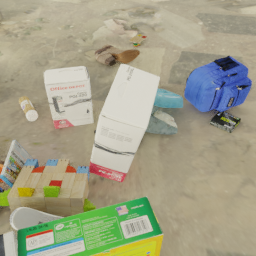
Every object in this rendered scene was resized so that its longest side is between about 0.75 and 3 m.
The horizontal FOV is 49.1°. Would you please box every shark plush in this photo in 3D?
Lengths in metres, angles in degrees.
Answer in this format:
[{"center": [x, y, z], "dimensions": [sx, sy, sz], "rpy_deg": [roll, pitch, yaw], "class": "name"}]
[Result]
[{"center": [0.256, -0.130, 9.345], "dimensions": [2.711, 1.232, 1.129], "rpy_deg": [-7, 73, -15], "class": "shark plush"}]

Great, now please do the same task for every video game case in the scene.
[{"center": [-3.088, 1.114, 7.894], "dimensions": [0.119, 0.956, 1.336], "rpy_deg": [-18, 41, 11], "class": "video game case"}]

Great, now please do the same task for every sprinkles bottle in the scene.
[{"center": [-3.678, -0.723, 10.314], "dimensions": [0.399, 0.399, 1.170], "rpy_deg": [-22, 46, -22], "class": "sprinkles bottle"}]

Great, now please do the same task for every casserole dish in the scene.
[{"center": [1.166, -1.095, 9.880], "dimensions": [1.270, 0.407, 2.097], "rpy_deg": [29, 20, 34], "class": "casserole dish"}]

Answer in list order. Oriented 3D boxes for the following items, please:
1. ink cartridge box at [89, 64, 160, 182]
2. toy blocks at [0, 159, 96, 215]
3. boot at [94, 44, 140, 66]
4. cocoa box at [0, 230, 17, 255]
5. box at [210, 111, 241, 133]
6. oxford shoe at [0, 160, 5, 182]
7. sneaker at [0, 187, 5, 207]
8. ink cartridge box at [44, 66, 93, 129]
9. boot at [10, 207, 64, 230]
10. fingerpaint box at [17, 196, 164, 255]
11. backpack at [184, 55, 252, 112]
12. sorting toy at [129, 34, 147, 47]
[{"center": [-0.153, -0.055, 7.590], "dimensions": [1.117, 2.650, 1.918], "rpy_deg": [18, 51, -1], "class": "ink cartridge box"}, {"center": [-1.971, 1.484, 7.503], "dimensions": [2.400, 1.199, 1.641], "rpy_deg": [1, 31, 1], "class": "toy blocks"}, {"center": [-0.599, -3.574, 13.249], "dimensions": [1.917, 0.673, 1.401], "rpy_deg": [-23, 48, -21], "class": "boot"}, {"center": [-2.652, 2.989, 5.905], "dimensions": [0.795, 0.808, 1.212], "rpy_deg": [-16, 45, -17], "class": "cocoa box"}, {"center": [3.453, -0.241, 9.933], "dimensions": [0.823, 0.196, 0.795], "rpy_deg": [29, 47, 30], "class": "box"}, {"center": [-4.251, 0.864, 8.238], "dimensions": [2.486, 0.886, 0.906], "rpy_deg": [15, 40, 16], "class": "oxford shoe"}, {"center": [-4.487, 1.914, 6.899], "dimensions": [2.735, 1.073, 1.030], "rpy_deg": [-11, 44, -12], "class": "sneaker"}, {"center": [-1.953, -1.006, 9.470], "dimensions": [1.411, 1.938, 0.822], "rpy_deg": [-9, 43, -10], "class": "ink cartridge box"}, {"center": [-1.862, 2.372, 6.652], "dimensions": [1.907, 0.911, 0.701], "rpy_deg": [31, 65, -15], "class": "boot"}, {"center": [-0.673, 2.521, 5.511], "dimensions": [2.446, 2.040, 0.897], "rpy_deg": [-12, 43, -13], "class": "fingerpaint box"}, {"center": [3.245, -1.515, 10.219], "dimensions": [2.075, 1.686, 1.741], "rpy_deg": [-17, 45, -20], "class": "backpack"}, {"center": [0.475, -4.562, 14.683], "dimensions": [0.615, 0.216, 1.276], "rpy_deg": [21, 47, 22], "class": "sorting toy"}]
